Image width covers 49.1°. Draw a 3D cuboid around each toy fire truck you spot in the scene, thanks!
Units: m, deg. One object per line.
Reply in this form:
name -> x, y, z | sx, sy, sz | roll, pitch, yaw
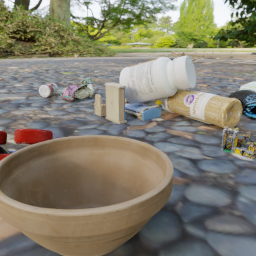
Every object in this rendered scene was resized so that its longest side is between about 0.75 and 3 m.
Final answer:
toy fire truck -> -2.125, 0.643, 5.418 | 1.977, 1.109, 1.661 | 0, -7, -2

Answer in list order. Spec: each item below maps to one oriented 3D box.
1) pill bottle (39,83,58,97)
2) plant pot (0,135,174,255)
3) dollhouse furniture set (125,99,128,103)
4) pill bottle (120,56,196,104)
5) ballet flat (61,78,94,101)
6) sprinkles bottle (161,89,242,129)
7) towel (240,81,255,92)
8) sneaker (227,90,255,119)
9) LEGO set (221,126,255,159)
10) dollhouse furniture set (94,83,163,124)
pill bottle -> -3.926, -1.912, 13.980 | 0.601, 0.601, 1.071 | 3, 18, 11
plant pot -> -0.587, 0.969, 3.950 | 2.379, 1.098, 2.379 | 0, 18, 0
dollhouse furniture set -> 1.264, -1.312, 12.412 | 2.216, 1.805, 2.107 | 31, 6, -23
pill bottle -> 1.049, -1.724, 9.872 | 2.427, 1.388, 1.388 | -8, 11, 31
ballet flat -> -2.188, -1.765, 13.405 | 0.882, 0.857, 2.480 | 25, 29, 14
sprinkles bottle -> 2.413, -0.775, 9.663 | 1.000, 1.000, 2.932 | -11, 20, -31
towel -> 7.093, -2.007, 14.454 | 1.924, 0.541, 2.248 | 10, 20, 38
sneaker -> 4.438, -0.856, 10.145 | 0.979, 0.875, 2.389 | -10, 20, -28
LEGO set -> 2.870, 0.272, 6.917 | 0.863, 0.650, 1.122 | -11, 21, -31
dollhouse furniture set -> 0.042, -1.062, 10.173 | 1.922, 1.254, 1.814 | -12, 21, -35
